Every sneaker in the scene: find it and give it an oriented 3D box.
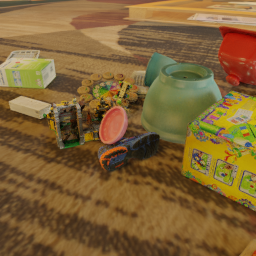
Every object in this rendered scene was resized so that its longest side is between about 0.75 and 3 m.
[{"bbox_3d":[0.034,0.529,8.362,2.127,0.801,0.834,-15,30,-26],"label":"sneaker"}]

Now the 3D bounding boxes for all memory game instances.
[{"bbox_3d":[-0.812,-1.609,11.810,2.646,0.169,2.646,1,44,-1],"label":"memory game"}]

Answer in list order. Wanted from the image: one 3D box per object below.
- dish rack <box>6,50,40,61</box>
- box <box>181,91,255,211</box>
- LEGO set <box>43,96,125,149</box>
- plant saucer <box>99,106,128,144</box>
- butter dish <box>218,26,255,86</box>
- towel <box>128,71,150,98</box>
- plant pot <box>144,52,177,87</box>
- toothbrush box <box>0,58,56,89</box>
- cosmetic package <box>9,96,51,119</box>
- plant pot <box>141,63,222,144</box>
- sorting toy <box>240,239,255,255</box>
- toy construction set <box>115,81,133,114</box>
[{"bbox_3d":[-5.907,-3.946,15.907,1.641,0.416,1.912,-3,32,-6],"label":"dish rack"},{"bbox_3d":[3.323,0.496,7.497,2.650,1.678,2.751,24,38,33],"label":"box"},{"bbox_3d":[-1.504,-0.571,9.328,2.724,1.578,2.095,-6,32,-10],"label":"LEGO set"},{"bbox_3d":[-0.386,-0.058,8.115,0.290,1.142,1.142,23,16,-37],"label":"plant saucer"},{"bbox_3d":[5.289,-2.929,12.795,2.912,2.153,2.904,34,0,44],"label":"butter dish"},{"bbox_3d":[1.338,-2.037,12.776,2.640,0.456,2.542,6,32,7],"label":"towel"},{"bbox_3d":[1.592,-2.272,11.813,1.389,1.479,1.479,21,36,14],"label":"plant pot"},{"bbox_3d":[-4.774,-2.635,13.282,2.194,0.945,1.598,3,32,8],"label":"toothbrush box"},{"bbox_3d":[-3.774,-0.804,10.830,1.570,0.398,0.648,16,35,24],"label":"cosmetic package"},{"bbox_3d":[1.935,-1.077,9.784,2.953,1.978,2.953,-1,32,0],"label":"plant pot"},{"bbox_3d":[2.821,2.893,4.997,1.346,0.242,1.807,-27,41,-36],"label":"sorting toy"},{"bbox_3d":[-0.198,-1.174,10.533,0.677,0.964,1.469,8,53,-11],"label":"toy construction set"}]
